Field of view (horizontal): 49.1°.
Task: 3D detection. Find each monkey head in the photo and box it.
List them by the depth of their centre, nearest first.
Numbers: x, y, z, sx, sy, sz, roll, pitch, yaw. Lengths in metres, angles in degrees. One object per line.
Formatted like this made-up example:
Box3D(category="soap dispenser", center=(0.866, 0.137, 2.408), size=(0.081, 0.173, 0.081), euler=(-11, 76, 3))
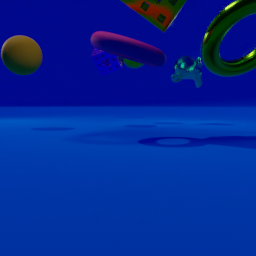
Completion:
Box3D(category="monkey head", center=(2.374, -2.198, 11.068), size=(1.075, 1.283, 1.783), euler=(0, 36, 32))

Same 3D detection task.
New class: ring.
Box3D(category="ring", center=(0.017, -1.665, 5.974), size=(1.658, 0.332, 1.658), euler=(17, 11, -3))
Box3D(category="ring", center=(2.585, -1.988, 6.223), size=(2.012, 2.012, 0.402), euler=(-2, 48, -20))

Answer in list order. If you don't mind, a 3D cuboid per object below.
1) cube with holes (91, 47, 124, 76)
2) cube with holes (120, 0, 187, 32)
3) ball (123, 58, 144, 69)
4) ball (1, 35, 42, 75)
Box3D(category="cube with holes", center=(-0.727, -2.568, 10.153), size=(0.827, 0.827, 0.827), euler=(-16, 37, 19))
Box3D(category="cube with holes", center=(0.785, -3.251, 6.224), size=(1.322, 1.322, 1.322), euler=(35, 41, -4))
Box3D(category="ball", center=(0.273, -3.038, 11.612), size=(1.118, 1.118, 1.118), euler=(0, 5, 0))
Box3D(category="ball", center=(-3.379, -2.311, 8.948), size=(1.230, 1.230, 1.230), euler=(0, 5, 0))
